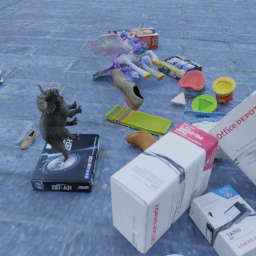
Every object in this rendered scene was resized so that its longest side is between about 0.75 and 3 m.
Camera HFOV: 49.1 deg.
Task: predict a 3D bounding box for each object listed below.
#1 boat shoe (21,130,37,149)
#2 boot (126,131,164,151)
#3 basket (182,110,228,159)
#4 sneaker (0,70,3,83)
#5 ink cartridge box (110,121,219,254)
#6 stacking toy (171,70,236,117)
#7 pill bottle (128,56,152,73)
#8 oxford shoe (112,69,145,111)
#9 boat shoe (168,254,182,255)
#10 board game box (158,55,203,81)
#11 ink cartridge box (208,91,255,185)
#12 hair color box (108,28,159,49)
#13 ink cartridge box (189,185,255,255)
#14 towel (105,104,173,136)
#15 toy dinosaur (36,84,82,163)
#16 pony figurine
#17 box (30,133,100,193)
[{"bbox_3d":[-3.434,0.390,9.656,0.287,0.260,0.805,10,39,12],"label":"boat shoe"},{"bbox_3d":[0.626,0.710,9.105,1.498,0.574,1.163,9,41,-1],"label":"boot"},{"bbox_3d":[2.611,0.110,9.166,1.586,1.251,1.799,4,50,3],"label":"basket"},{"bbox_3d":[-6.321,-2.598,13.054,0.730,0.755,1.811,-15,41,-18],"label":"sneaker"},{"bbox_3d":[0.913,1.399,6.973,1.149,1.973,2.725,31,48,33],"label":"ink cartridge box"},{"bbox_3d":[3.091,-1.264,11.652,2.240,0.946,2.028,26,71,33],"label":"stacking toy"},{"bbox_3d":[0.390,-2.896,13.396,0.806,0.806,1.438,30,49,33],"label":"pill bottle"},{"bbox_3d":[0.054,-1.576,10.587,0.648,0.687,1.838,-16,70,-50],"label":"oxford shoe"},{"bbox_3d":[0.140,3.179,5.638,2.459,0.842,0.885,-8,39,-10],"label":"boat shoe"},{"bbox_3d":[2.540,-2.930,13.706,1.386,0.475,1.676,-28,46,-28],"label":"board game box"},{"bbox_3d":[3.862,0.447,7.307,1.190,2.043,2.823,-33,76,-36],"label":"ink cartridge box"},{"bbox_3d":[0.278,-5.114,16.181,2.703,0.828,1.372,-8,38,-11],"label":"hair color box"},{"bbox_3d":[2.488,2.349,6.810,1.200,0.699,1.659,-16,41,-20],"label":"ink cartridge box"},{"bbox_3d":[0.405,-0.340,10.624,2.409,0.218,1.037,18,42,21],"label":"towel"},{"bbox_3d":[-1.929,-0.174,7.580,1.210,2.366,0.910,-3,33,-24],"label":"toy dinosaur"},{"bbox_3d":[-0.135,-3.025,12.608,2.845,2.454,2.947,-29,69,-22],"label":"pony figurine"},{"bbox_3d":[-1.838,1.006,8.708,1.708,0.464,2.132,2,38,3],"label":"box"}]
